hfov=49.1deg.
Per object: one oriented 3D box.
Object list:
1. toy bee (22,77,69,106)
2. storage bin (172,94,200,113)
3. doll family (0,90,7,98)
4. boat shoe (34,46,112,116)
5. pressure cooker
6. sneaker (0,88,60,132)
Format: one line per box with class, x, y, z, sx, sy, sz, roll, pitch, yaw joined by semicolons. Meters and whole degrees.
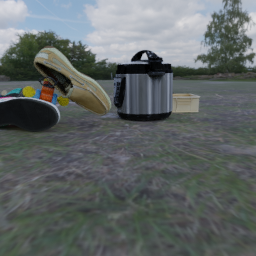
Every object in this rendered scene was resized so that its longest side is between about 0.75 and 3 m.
toy bee;-2.543;-1.184;9.179;1.424;1.182;2.175;30;-46;-32
storage bin;2.302;-1.156;12.696;1.480;0.699;1.491;0;12;-5
doll family;-4.978;-0.714;9.886;2.136;1.235;0.838;4;48;1
boat shoe;-1.719;-1.206;8.659;2.820;1.011;1.074;38;33;-20
pressure cooker;0.611;-1.660;10.646;2.215;2.518;2.249;6;14;27
sneaker;-3.233;-0.593;9.021;2.882;1.205;1.740;2;22;15
